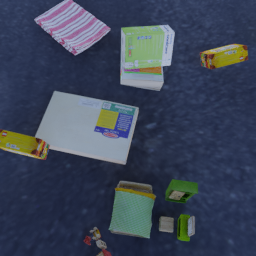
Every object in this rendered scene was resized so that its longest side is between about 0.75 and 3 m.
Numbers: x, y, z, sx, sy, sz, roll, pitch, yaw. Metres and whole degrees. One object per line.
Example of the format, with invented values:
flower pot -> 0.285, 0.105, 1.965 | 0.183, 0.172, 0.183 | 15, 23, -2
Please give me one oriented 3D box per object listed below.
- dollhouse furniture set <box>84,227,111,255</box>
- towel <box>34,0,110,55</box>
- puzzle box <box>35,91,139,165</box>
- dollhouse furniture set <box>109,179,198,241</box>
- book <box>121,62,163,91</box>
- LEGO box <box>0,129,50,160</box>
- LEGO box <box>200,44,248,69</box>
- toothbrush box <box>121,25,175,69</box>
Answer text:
dollhouse furniture set -> -0.783, 3.085, 7.072 | 0.511, 0.386, 0.950 | -37, 43, 2
towel -> -2.163, -4.040, 10.879 | 2.500, 0.374, 1.830 | 41, 68, 16
puzzle box -> -1.245, -0.044, 8.770 | 2.881, 0.366, 1.917 | 12, 62, 6
dollhouse furniture set -> 0.624, 2.046, 7.145 | 2.063, 1.035, 1.352 | 8, 62, -1
book -> 0.456, -2.384, 9.846 | 1.421, 0.511, 2.127 | 6, 59, -8
LEGO box -> -2.907, 0.470, 7.741 | 1.206, 0.898, 0.465 | 13, 76, 3
LEGO box -> 3.277, -2.476, 9.645 | 1.293, 0.499, 0.963 | -15, 21, -1
toothbrush box -> 0.595, -2.591, 8.981 | 1.569, 1.142, 0.675 | -7, 41, -9
